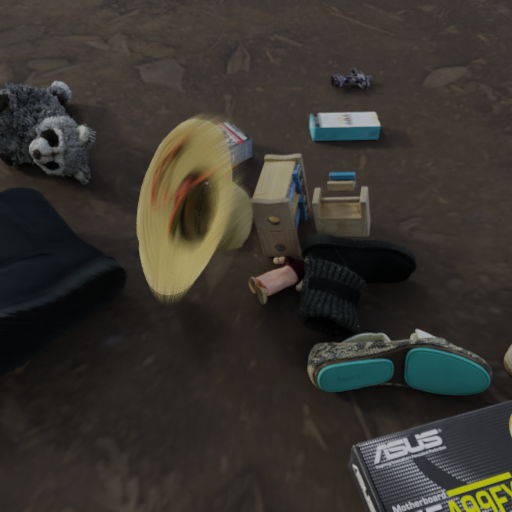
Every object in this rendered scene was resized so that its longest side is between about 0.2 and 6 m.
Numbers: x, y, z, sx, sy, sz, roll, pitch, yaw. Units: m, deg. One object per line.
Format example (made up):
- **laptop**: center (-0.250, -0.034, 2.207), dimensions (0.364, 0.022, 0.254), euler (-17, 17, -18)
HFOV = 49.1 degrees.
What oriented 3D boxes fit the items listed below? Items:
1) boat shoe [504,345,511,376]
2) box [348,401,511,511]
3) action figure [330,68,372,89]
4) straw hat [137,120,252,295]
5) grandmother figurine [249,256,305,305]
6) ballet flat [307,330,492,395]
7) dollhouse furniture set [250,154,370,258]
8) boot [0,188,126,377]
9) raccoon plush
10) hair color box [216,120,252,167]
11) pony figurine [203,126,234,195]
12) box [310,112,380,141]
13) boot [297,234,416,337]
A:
- **boat shoe**: center (4.204, 0.862, 7.684), dimensions (0.777, 0.704, 2.181), euler (32, 55, 26)
- **box**: center (2.664, 2.784, 5.985), dimensions (2.733, 0.605, 2.189), euler (-11, 48, -10)
- **action figure**: center (2.125, -3.877, 12.306), dimensions (0.938, 0.325, 0.610), euler (-9, 42, -13)
- **straw hat**: center (-0.625, -0.600, 7.577), dimensions (1.038, 2.453, 2.453), euler (13, 37, -37)
- **grandmother figurine**: center (0.532, 0.273, 8.478), dimensions (1.282, 0.388, 0.777), euler (-20, 56, -22)
- **ballet flat**: center (1.817, 1.320, 7.314), dimensions (2.306, 0.782, 0.868), euler (-1, 29, 2)
- **dollhouse furniture set**: center (0.934, -0.763, 8.659), dimensions (1.671, 1.171, 1.178), euler (1, 47, 17)
- **boot**: center (-3.673, 0.276, 7.866), dimensions (2.441, 1.110, 2.906), euler (34, 47, 24)
- **raccoon plush**: center (-3.564, -2.560, 10.497), dimensions (1.932, 1.395, 2.884), euler (16, 49, 4)
- **hair color box**: center (-0.898, -1.912, 10.395), dimensions (1.519, 0.461, 0.752), euler (-30, 54, -24)
- **pony figurine**: center (-0.949, -1.273, 9.421), dimensions (1.494, 1.289, 1.548), euler (-27, 62, -2)
- **box**: center (1.741, -2.555, 11.071), dimensions (1.305, 0.321, 0.537), euler (-1, 45, -1)
- **boot**: center (1.469, 0.492, 8.015), dimensions (1.850, 0.696, 1.383), euler (7, 55, -8)
